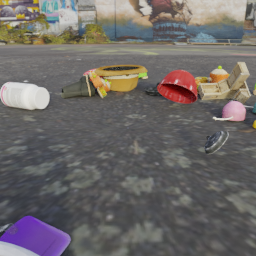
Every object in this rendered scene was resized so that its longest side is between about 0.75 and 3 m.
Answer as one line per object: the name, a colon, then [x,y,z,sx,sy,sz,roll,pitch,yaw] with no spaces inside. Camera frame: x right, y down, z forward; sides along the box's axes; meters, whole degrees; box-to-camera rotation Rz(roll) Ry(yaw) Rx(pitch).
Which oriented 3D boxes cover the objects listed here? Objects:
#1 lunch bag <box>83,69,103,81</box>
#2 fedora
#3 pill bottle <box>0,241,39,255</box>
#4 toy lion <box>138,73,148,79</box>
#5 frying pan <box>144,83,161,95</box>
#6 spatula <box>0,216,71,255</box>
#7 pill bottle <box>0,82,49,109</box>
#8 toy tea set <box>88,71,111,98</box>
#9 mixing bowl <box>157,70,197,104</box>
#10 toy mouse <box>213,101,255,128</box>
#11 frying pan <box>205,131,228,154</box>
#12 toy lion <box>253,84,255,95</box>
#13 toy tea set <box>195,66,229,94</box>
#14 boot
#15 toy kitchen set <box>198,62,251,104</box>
lunch bag: [-1.398,-2.540,14.093,1.595,0.653,1.405,8,26,22]
fedora: [-0.321,-2.231,12.610,2.462,1.004,2.462,-1,21,0]
pill bottle: [-0.835,1.785,0.772,1.496,1.496,2.694,-5,21,-12]
toy lion: [0.249,-3.024,15.730,1.389,0.498,1.449,-13,23,-13]
frying pan: [1.146,-1.700,12.218,1.075,0.289,1.777,-3,18,-11]
spatula: [-1.971,1.355,3.833,2.384,0.245,0.674,7,21,18]
pill bottle: [-3.556,-1.100,9.685,1.525,0.864,0.864,9,22,24]
toy tea set: [-1.027,-1.822,11.258,0.678,1.089,1.832,-29,23,-2]
mixing bowl: [1.821,-1.522,9.796,1.428,0.773,1.428,20,-14,5]
toy mouse: [3.945,-0.582,8.707,2.885,0.558,2.564,0,20,1]
frying pan: [1.915,0.206,6.151,0.173,0.642,1.061,41,29,-6]
toy lion: [5.603,-1.723,11.345,0.327,0.912,0.952,-11,22,-28]
toy tea set: [3.224,-2.147,12.296,1.694,1.054,2.848,17,26,38]
boot: [-2.229,-1.775,11.867,1.343,0.752,1.942,-11,21,-14]
toy kitchen set: [3.611,-1.474,10.407,1.343,1.489,1.215,-3,61,-9]
